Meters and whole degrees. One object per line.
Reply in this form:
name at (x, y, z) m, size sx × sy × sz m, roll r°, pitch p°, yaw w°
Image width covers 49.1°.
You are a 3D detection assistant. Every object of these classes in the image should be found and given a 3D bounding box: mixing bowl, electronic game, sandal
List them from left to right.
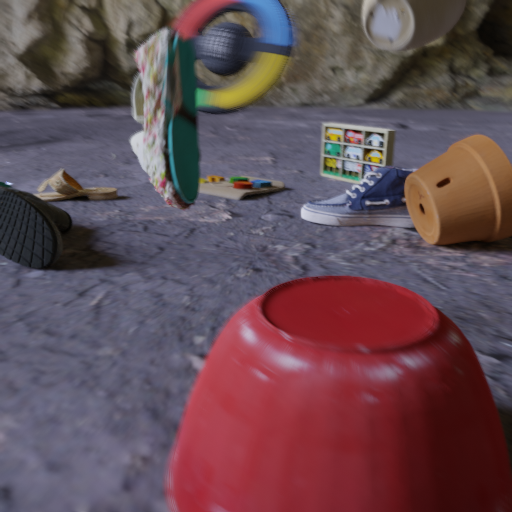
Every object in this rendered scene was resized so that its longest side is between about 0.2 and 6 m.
sandal at (-4.617, -1.788, 13.863) m, size 2.294 × 0.754 × 0.841 m, roll -1°, pitch 18°, yaw -3°
electronic game at (-0.513, -3.538, 9.552) m, size 2.324 × 2.324 × 0.484 m, roll 9°, pitch -6°, yaw 24°
mixing bowl at (0.657, 1.055, 4.284) m, size 2.711 × 1.468 × 2.711 m, roll 1°, pitch 19°, yaw 0°

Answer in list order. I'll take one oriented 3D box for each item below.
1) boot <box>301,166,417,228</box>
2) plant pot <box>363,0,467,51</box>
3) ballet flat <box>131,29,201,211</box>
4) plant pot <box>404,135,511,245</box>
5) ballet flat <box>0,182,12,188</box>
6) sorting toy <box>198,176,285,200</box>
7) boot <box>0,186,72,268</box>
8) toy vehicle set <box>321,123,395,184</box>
boot at (2.278, -1.287, 11.658) m, size 2.647 × 1.196 × 0.963 m, roll 2°, pitch 19°, yaw 5°
plant pot at (1.916, -3.196, 7.245) m, size 1.303 × 1.303 × 1.392 m, roll 10°, pitch 41°, yaw 28°
ballet flat at (-1.035, -1.482, 6.287) m, size 0.723 × 2.261 × 0.855 m, roll -12°, pitch -24°, yaw 22°
plant pot at (3.623, -1.046, 10.195) m, size 1.381 × 1.973 × 1.973 m, roll -19°, pitch 20°, yaw -2°
ballet flat at (-5.657, -0.799, 10.868) m, size 0.836 × 0.839 × 2.503 m, roll 44°, pitch 22°, yaw -10°
sorting toy at (-0.706, -1.950, 15.019) m, size 2.452 × 0.328 × 1.827 m, roll 15°, pitch 24°, yaw 38°
boot at (-4.050, -0.702, 10.191) m, size 3.000 × 1.016 × 1.960 m, roll 27°, pitch 11°, yaw 26°
toy vehicle set at (2.802, -2.851, 15.779) m, size 0.333 × 1.559 × 2.509 m, roll -13°, pitch 22°, yaw -33°
